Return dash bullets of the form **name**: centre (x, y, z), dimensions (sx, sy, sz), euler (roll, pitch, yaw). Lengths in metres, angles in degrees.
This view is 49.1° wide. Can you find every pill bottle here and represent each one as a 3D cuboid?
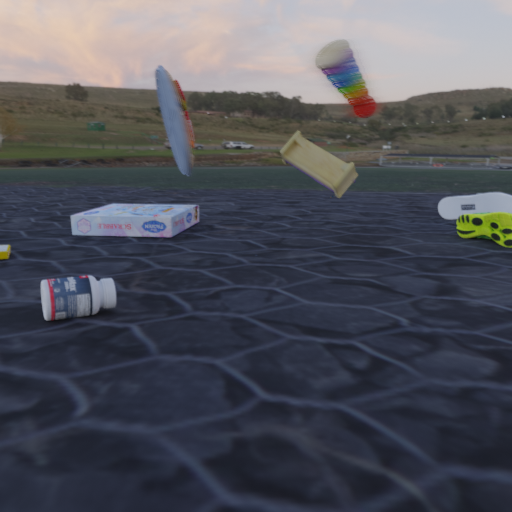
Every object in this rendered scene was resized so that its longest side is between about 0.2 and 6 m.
- **pill bottle**: centre (-2.340, 0.536, 7.390), dimensions (0.893, 0.534, 0.534), euler (-6, 13, -26)

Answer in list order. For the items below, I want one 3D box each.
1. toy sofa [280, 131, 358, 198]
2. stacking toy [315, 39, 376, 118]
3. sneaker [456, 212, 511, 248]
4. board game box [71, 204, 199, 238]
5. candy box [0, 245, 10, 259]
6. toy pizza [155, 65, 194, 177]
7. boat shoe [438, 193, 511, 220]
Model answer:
- **toy sofa**: centre (1.227, -1.751, 10.993), dimensions (1.466, 0.607, 0.715), euler (37, -8, 24)
- **stacking toy**: centre (1.748, -3.172, 10.355), dimensions (0.677, 0.677, 1.586), euler (14, -25, 50)
- **sneaker**: centre (5.534, -0.691, 12.742), dimensions (0.879, 0.779, 2.102), euler (-9, 14, -22)
- **board game box**: centre (-3.047, -0.959, 14.632), dimensions (2.557, 0.527, 2.563), euler (2, 12, 10)
- **candy box**: centre (-5.621, -0.029, 10.967), dimensions (1.455, 0.192, 0.744), euler (-4, 15, -19)
- **toy pizza**: centre (-1.540, -2.666, 11.087), dimensions (0.347, 2.190, 2.190), euler (-16, 15, -12)
- **boat shoe**: centre (6.516, -1.366, 16.012), dimensions (0.847, 0.897, 2.500), euler (-11, 9, -39)
